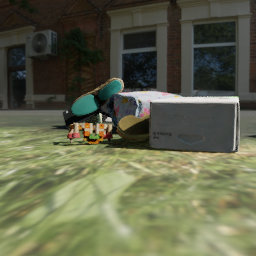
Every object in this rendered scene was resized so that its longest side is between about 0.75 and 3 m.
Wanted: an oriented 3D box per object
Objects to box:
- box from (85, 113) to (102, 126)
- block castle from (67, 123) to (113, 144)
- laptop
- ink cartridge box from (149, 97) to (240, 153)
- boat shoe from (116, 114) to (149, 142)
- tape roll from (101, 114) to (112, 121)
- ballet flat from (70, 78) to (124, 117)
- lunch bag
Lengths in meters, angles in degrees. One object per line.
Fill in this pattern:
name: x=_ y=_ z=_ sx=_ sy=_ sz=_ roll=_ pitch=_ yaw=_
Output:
box: x=-1.600 y=-0.653 z=12.872 sx=0.508 sy=1.050 sz=0.924 roll=1 pitch=6 yaw=14
block castle: x=-0.916 y=0.152 z=6.811 sx=1.019 sy=0.478 sz=0.681 roll=3 pitch=-5 yaw=-24
laptop: x=-1.343 y=-0.375 z=11.836 sx=2.368 sy=1.223 sz=2.099 roll=24 pitch=13 yaw=-25
ink cartridge box: x=1.713 y=-0.205 z=6.753 sx=1.814 sy=1.047 sz=2.493 roll=2 pitch=8 yaw=20
boat shoe: x=0.252 y=0.073 z=7.434 sx=0.718 sy=0.619 sz=1.968 roll=43 pitch=24 yaw=14
tape roll: x=-1.393 y=-0.657 z=16.796 sx=2.285 sy=0.417 sz=2.285 roll=1 pitch=5 yaw=0
ballet flat: x=-1.168 y=-1.156 z=10.892 sx=2.306 sy=0.813 sz=0.753 roll=-28 pitch=9 yaw=5
lunch bag: x=0.547 y=-0.620 z=10.174 sx=1.994 sy=1.495 sz=2.352 roll=-4 pitch=16 yaw=-29
